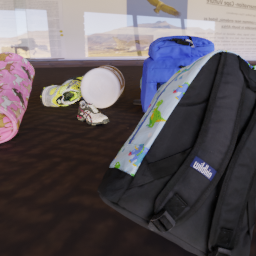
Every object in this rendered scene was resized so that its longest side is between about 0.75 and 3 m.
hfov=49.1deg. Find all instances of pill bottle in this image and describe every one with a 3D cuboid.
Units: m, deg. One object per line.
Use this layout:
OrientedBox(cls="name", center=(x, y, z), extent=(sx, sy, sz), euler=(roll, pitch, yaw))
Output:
OrientedBox(cls="pill bottle", center=(-0.831, -1.633, 10.473), extent=(1.360, 1.360, 2.378), euler=(2, 16, 5))

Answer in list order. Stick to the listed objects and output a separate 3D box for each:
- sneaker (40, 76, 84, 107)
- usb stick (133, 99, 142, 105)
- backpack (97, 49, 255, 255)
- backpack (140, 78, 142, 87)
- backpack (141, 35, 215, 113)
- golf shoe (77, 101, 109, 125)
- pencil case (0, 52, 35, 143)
OrientedBox(cls="sneaker", center=(-2.048, -1.280, 10.402), extent=(0.944, 0.931, 2.470), euler=(17, 33, 26))
OrientedBox(cls="usb stick", center=(0.761, -0.902, 10.087), extent=(1.190, 0.194, 0.330), euler=(7, 18, 24))
OrientedBox(cls="backpack", center=(0.776, 0.131, 2.978), extent=(1.605, 1.968, 1.513), euler=(30, -4, -12))
OrientedBox(cls="backpack", center=(1.470, -1.764, 10.758), extent=(1.981, 1.653, 1.254), euler=(-1, 20, 17))
OrientedBox(cls="backpack", center=(1.898, -1.490, 8.379), extent=(2.847, 2.389, 2.313), euler=(4, 24, -1))
OrientedBox(cls="golf shoe", center=(-1.017, -0.408, 7.840), extent=(1.235, 0.544, 0.477), euler=(17, 22, 41))
OrientedBox(cls="pencil case", center=(-3.047, -0.840, 6.809), extent=(1.112, 1.162, 2.685), euler=(-34, 35, 19))
